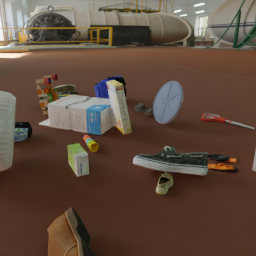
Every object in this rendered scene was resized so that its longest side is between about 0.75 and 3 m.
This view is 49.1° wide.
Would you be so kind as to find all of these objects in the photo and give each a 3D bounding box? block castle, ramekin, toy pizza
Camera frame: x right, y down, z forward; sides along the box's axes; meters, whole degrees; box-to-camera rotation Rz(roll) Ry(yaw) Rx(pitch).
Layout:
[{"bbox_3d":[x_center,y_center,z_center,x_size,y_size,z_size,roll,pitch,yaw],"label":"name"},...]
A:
[{"bbox_3d":[-3.400,-1.494,12.603,0.810,1.728,1.154,-3,20,10],"label":"block castle"},{"bbox_3d":[-3.721,0.076,7.622,1.162,2.494,2.494,4,18,-20],"label":"ramekin"},{"bbox_3d":[1.637,-1.016,11.257,0.281,1.773,1.773,15,11,-30],"label":"toy pizza"}]

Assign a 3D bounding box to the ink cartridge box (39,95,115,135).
[{"bbox_3d":[-2.005,-0.629,11.324,2.940,0.981,1.703,8,22,21],"label":"ink cartridge box"}]

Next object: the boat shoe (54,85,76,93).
[{"bbox_3d":[-3.745,-2.376,16.639,1.309,0.489,0.448,-4,27,-8],"label":"boat shoe"}]

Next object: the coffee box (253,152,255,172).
[{"bbox_3d":[4.689,0.746,7.840,2.171,0.866,1.227,-15,25,-34],"label":"coffee box"}]

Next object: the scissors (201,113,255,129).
[{"bbox_3d":[4.153,-0.317,11.652,2.296,0.160,0.840,12,22,33],"label":"scissors"}]

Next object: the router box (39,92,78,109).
[{"bbox_3d":[-3.417,-1.404,14.069,1.837,0.480,1.444,-3,21,-9],"label":"router box"}]

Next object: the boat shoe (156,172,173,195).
[{"bbox_3d":[0.942,1.350,7.068,0.337,0.289,0.921,6,20,18],"label":"boat shoe"}]

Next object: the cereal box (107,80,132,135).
[{"bbox_3d":[-0.331,-0.775,10.066,0.350,1.769,1.272,-15,20,-13],"label":"cereal box"}]

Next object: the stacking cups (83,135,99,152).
[{"bbox_3d":[-1.288,0.461,9.391,0.305,0.305,1.008,-9,23,-23],"label":"stacking cups"}]

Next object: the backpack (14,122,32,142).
[{"bbox_3d":[-4.015,0.130,9.782,1.073,0.825,0.876,11,12,-38],"label":"backpack"}]

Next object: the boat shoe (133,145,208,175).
[{"bbox_3d":[1.169,0.821,7.634,2.028,0.719,0.731,6,-4,-1],"label":"boat shoe"}]

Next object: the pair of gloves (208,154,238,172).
[{"bbox_3d":[2.762,1.004,8.235,0.879,0.122,0.987,6,21,16],"label":"pair of gloves"}]

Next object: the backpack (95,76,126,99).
[{"bbox_3d":[-0.845,-2.036,14.511,1.418,1.373,1.690,5,22,19],"label":"backpack"}]

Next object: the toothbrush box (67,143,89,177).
[{"bbox_3d":[-1.405,0.879,7.863,0.362,0.613,0.842,-9,22,-24],"label":"toothbrush box"}]

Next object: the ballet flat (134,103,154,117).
[{"bbox_3d":[0.756,-0.793,12.743,0.506,0.348,1.501,-47,30,-9],"label":"ballet flat"}]

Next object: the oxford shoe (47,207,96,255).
[{"bbox_3d":[-0.902,2.183,4.581,0.741,0.742,2.079,-31,26,-11],"label":"oxford shoe"}]
